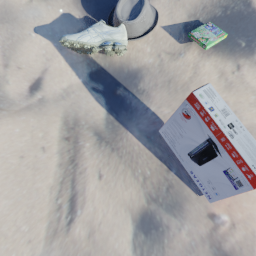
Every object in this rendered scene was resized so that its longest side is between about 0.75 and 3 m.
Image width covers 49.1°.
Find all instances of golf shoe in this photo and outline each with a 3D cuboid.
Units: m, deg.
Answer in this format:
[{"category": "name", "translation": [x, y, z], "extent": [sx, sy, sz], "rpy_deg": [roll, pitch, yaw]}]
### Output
[{"category": "golf shoe", "translation": [-1.055, -2.853, 8.756], "extent": [2.125, 0.832, 1.033], "rpy_deg": [4, 85, -2]}]

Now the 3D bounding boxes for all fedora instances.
[{"category": "fedora", "translation": [0.162, -3.821, 9.203], "extent": [1.688, 0.862, 1.908], "rpy_deg": [28, 72, 12]}]

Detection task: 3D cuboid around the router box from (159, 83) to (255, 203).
[{"category": "router box", "translation": [1.970, 0.488, 6.707], "extent": [0.583, 2.141, 2.386], "rpy_deg": [-29, 76, -25]}]

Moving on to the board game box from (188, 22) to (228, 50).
[{"category": "board game box", "translation": [2.574, -2.994, 9.030], "extent": [1.150, 0.167, 0.774], "rpy_deg": [-34, 69, -29]}]
